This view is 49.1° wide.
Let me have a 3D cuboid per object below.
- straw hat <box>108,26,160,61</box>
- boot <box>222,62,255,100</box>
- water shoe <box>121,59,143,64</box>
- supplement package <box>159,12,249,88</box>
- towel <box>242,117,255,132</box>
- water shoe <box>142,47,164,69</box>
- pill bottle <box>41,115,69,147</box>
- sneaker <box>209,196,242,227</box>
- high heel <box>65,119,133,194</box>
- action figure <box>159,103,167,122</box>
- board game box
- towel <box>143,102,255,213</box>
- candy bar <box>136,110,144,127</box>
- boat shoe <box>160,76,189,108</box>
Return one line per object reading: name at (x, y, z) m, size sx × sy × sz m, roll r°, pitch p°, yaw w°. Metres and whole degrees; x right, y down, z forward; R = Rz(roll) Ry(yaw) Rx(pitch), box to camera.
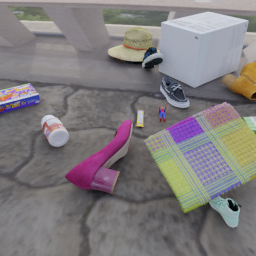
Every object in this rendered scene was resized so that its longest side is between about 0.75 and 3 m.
straw hat at (0.501, -4.248, 13.656) m, size 2.957 × 1.252 × 2.957 m, roll 3°, pitch 31°, yaw -2°
boot at (4.933, -1.776, 10.899) m, size 2.229 × 0.784 × 1.596 m, roll -24°, pitch 47°, yaw -24°
water shoe at (0.225, -3.230, 13.143) m, size 1.180 × 0.422 × 0.466 m, roll 4°, pitch 36°, yaw 6°
supplement package at (3.104, -3.417, 11.845) m, size 2.871 × 2.179 × 2.163 m, roll -24°, pitch 41°, yaw -30°
towel at (4.332, -0.098, 8.940) m, size 1.123 × 0.172 × 0.838 m, roll -1°, pitch 33°, yaw 3°
water shoe at (0.958, -3.040, 11.799) m, size 0.729 × 0.805 × 2.040 m, roll -2°, pitch 2°, yaw -10°
pill bottle at (-2.206, 0.049, 8.315) m, size 0.593 × 0.593 × 1.056 m, roll -18°, pitch 38°, yaw -24°
sneaker at (2.100, 1.617, 6.103) m, size 0.345 × 0.553 × 0.938 m, roll -14°, pitch 36°, yaw -17°
high heel at (-0.637, 0.513, 7.349) m, size 1.221 × 0.856 × 2.540 m, roll 16°, pitch 40°, yaw 4°
action figure at (1.164, -0.556, 9.390) m, size 0.251 × 0.380 × 0.768 m, roll 3°, pitch 33°, yaw 3°
board game box at (-4.145, -1.071, 10.121) m, size 1.599 × 0.358 × 1.075 m, roll -20°, pitch 40°, yaw -27°
towel at (1.982, 0.569, 6.665) m, size 2.796 × 0.318 × 2.008 m, roll -22°, pitch 66°, yaw -19°
candy bar at (0.403, -0.322, 9.265) m, size 0.250 × 0.111 × 1.001 m, roll 3°, pitch 36°, yaw 3°
boat shoe at (1.716, -1.377, 10.326) m, size 0.648 × 0.612 × 1.807 m, roll -9°, pitch 36°, yaw -13°
